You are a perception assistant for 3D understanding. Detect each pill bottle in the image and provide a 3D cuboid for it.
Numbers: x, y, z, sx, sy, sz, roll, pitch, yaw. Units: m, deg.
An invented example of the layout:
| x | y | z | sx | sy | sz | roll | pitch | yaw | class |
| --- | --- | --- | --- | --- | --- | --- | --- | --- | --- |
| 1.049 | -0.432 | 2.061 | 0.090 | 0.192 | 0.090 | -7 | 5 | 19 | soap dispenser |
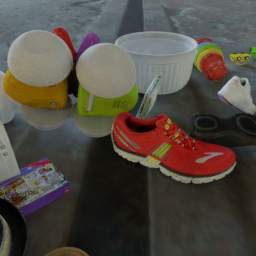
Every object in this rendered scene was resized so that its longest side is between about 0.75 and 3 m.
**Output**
| x | y | z | sx | sy | sz | roll | pitch | yaw | class |
| --- | --- | --- | --- | --- | --- | --- | --- | --- | --- |
| -3.939 | -0.766 | 7.482 | 2.593 | 1.452 | 1.452 | -8 | 34 | -12 | pill bottle |

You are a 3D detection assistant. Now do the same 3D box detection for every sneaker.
| x | y | z | sx | sy | sz | roll | pitch | yaw | class |
| --- | --- | --- | --- | --- | --- | --- | --- | --- | --- |
| 0.898 | 0.310 | 6.058 | 2.821 | 1.198 | 1.086 | 12 | 35 | 18 | sneaker |
| 3.207 | -0.870 | 7.733 | 1.654 | 0.824 | 0.619 | 20 | 18 | -41 | sneaker |
| 2.337 | 0.152 | 6.583 | 1.980 | 0.899 | 0.752 | 5 | 52 | 4 | sneaker |

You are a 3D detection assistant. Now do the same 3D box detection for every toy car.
| x | y | z | sx | sy | sz | roll | pitch | yaw | class |
| --- | --- | --- | --- | --- | --- | --- | --- | --- | --- |
| -1.215 | -1.270 | 6.594 | 2.986 | 2.613 | 2.239 | 8 | 59 | -8 | toy car |
| 5.348 | -2.965 | 11.788 | 1.945 | 0.434 | 1.830 | 14 | 35 | 20 | toy car |

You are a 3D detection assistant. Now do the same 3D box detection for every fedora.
| x | y | z | sx | sy | sz | roll | pitch | yaw | class |
| --- | --- | --- | --- | --- | --- | --- | --- | --- | --- |
| -2.668 | 1.680 | 3.803 | 2.395 | 1.094 | 2.395 | -3 | 42 | 2 | fedora |

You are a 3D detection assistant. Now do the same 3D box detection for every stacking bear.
| x | y | z | sx | sy | sz | roll | pitch | yaw | class |
| --- | --- | --- | --- | --- | --- | --- | --- | --- | --- |
| 3.061 | -2.471 | 10.494 | 1.250 | 1.170 | 2.058 | -2 | 38 | -3 | stacking bear |

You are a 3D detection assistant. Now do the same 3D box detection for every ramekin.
| x | y | z | sx | sy | sz | roll | pitch | yaw | class |
| --- | --- | --- | --- | --- | --- | --- | --- | --- | --- |
| 0.961 | -2.295 | 9.814 | 2.786 | 1.462 | 2.786 | 0 | 34 | 0 | ramekin |

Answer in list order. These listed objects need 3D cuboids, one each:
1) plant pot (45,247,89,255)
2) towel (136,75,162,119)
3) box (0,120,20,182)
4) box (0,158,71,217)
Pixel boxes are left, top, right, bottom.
| x | y | z | sx | sy | sz | roll | pitch | yaw | class |
| --- | --- | --- | --- | --- | --- | --- | --- | --- | --- |
| -0.888 | 2.180 | 3.932 | 0.878 | 0.405 | 0.878 | 0 | 32 | 0 | plant pot |
| 0.615 | -0.804 | 7.842 | 0.286 | 1.016 | 1.187 | 26 | 43 | 4 | towel |
| -3.590 | 0.627 | 5.314 | 2.421 | 1.180 | 1.506 | -23 | 26 | -30 | box |
| -2.025 | 1.222 | 5.494 | 1.491 | 0.291 | 1.020 | -24 | 40 | -32 | box |
